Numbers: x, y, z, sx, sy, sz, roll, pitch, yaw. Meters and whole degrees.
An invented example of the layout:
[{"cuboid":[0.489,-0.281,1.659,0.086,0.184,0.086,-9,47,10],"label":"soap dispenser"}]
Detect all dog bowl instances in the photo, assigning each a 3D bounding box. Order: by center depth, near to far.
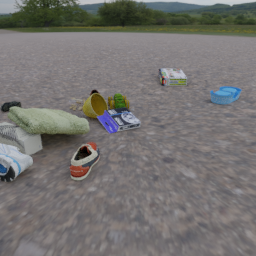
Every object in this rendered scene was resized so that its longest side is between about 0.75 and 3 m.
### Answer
[{"cuboid":[4.050,-1.360,11.628,0.907,0.404,1.628,21,31,40],"label":"dog bowl"}]

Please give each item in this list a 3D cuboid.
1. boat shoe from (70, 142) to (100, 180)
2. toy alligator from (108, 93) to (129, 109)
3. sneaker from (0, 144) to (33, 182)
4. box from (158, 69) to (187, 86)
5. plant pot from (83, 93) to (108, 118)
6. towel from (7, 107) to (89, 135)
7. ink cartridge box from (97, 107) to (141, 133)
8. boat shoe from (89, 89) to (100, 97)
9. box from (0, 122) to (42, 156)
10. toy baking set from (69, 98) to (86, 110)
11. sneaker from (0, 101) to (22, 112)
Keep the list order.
[{"cuboid":[-1.040,0.668,6.817,0.549,0.483,1.543,2,22,8],"label":"boat shoe"},{"cuboid":[-0.299,-0.921,10.457,0.708,0.513,2.135,-5,24,-11],"label":"toy alligator"},{"cuboid":[-3.114,0.664,6.714,1.955,0.733,0.847,20,23,22],"label":"sneaker"},{"cuboid":[2.308,-2.713,14.758,1.275,0.402,2.318,1,23,2],"label":"box"},{"cuboid":[-1.213,-0.699,9.731,0.612,0.862,0.862,-20,10,34],"label":"plant pot"},{"cuboid":[-2.410,-0.271,8.307,1.869,0.460,2.520,1,12,-35],"label":"towel"},{"cuboid":[-0.318,-0.279,9.129,1.103,0.239,1.093,-13,37,-25],"label":"ink cartridge box"},{"cuboid":[-1.266,-1.053,10.748,0.549,0.549,1.561,-3,25,-13],"label":"boat shoe"},{"cuboid":[-3.094,0.289,7.650,1.498,0.512,0.616,13,27,28],"label":"box"},{"cuboid":[-1.930,-0.959,10.747,0.656,0.099,0.855,-8,44,-7],"label":"toy baking set"},{"cuboid":[-4.325,-0.819,10.463,0.485,0.324,0.846,3,17,24],"label":"sneaker"}]
